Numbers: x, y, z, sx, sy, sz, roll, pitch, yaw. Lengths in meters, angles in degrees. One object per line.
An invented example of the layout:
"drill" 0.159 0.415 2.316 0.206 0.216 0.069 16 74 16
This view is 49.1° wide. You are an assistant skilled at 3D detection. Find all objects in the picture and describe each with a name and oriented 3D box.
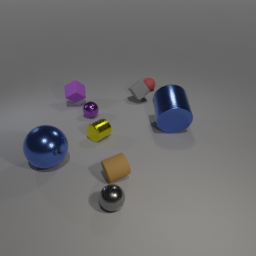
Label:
"ball" -2.631 0.600 8.994 1.400 1.400 1.400 0 28 0
"cylinder" 1.748 -0.761 11.108 1.400 1.400 1.400 -1 47 -3
"cube" 0.540 -1.862 13.749 0.700 0.700 0.700 -39 15 -5
"cylinder" -1.101 0.078 10.673 0.700 0.700 0.700 22 35 34
"ball" 1.136 -2.373 15.187 0.700 0.700 0.700 0 28 0
"cube" -2.478 -1.705 13.151 0.700 0.700 0.700 -22 63 26
"ball" -1.633 -0.813 12.284 0.700 0.700 0.700 0 28 0
"ball" -0.423 1.841 7.427 0.700 0.700 0.700 0 28 0
"cylinder" -0.366 1.187 8.435 0.700 0.700 0.700 -22 34 -14
